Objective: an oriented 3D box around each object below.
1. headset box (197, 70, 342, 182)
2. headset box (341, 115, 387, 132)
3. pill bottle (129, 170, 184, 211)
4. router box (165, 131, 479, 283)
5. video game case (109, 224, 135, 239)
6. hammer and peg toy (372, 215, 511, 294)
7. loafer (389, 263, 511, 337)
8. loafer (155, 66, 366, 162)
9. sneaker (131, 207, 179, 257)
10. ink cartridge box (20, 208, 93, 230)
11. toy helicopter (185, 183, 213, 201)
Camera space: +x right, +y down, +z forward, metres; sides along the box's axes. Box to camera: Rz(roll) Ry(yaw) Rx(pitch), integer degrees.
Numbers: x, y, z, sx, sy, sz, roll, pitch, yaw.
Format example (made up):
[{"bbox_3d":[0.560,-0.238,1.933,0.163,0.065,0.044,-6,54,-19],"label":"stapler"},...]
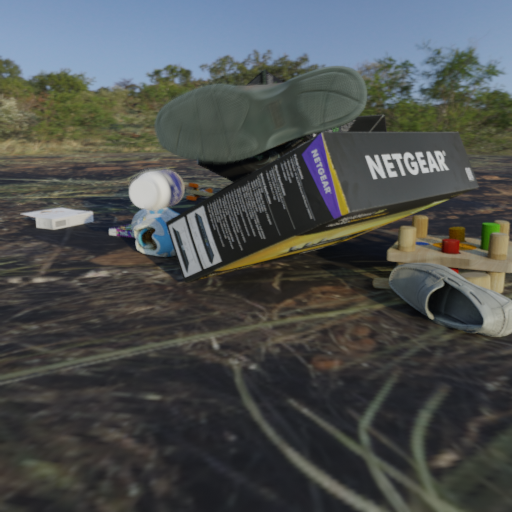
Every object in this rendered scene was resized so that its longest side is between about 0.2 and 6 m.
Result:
[{"bbox_3d":[0.301,-1.940,9.763,2.031,0.942,1.769,23,-36,-37],"label":"headset box"},{"bbox_3d":[1.207,-1.850,13.081,2.921,1.474,3.931,-4,-6,-1],"label":"headset box"},{"bbox_3d":[-1.493,-0.973,8.343,0.566,0.566,0.945,3,13,13],"label":"pill bottle"},{"bbox_3d":[1.164,-0.827,8.973,3.234,1.074,4.113,-23,-7,43],"label":"router box"},{"bbox_3d":[-2.659,-0.581,12.758,0.924,0.182,1.019,7,15,28],"label":"video game case"},{"bbox_3d":[2.980,-0.027,8.718,1.916,0.918,2.605,6,14,24],"label":"hammer and peg toy"},{"bbox_3d":[2.357,0.504,7.140,0.669,0.671,1.918,1,12,-31],"label":"loafer"},{"bbox_3d":[0.081,-1.898,7.791,2.896,1.041,0.911,-7,6,13],"label":"loafer"},{"bbox_3d":[-2.040,-0.498,11.049,0.894,0.847,2.213,-16,17,-32],"label":"sneaker"},{"bbox_3d":[-4.971,-0.943,14.024,1.161,0.295,1.318,8,15,28],"label":"ink cartridge box"},{"bbox_3d":[-1.636,-2.018,18.473,1.389,0.548,0.919,10,3,-5],"label":"toy helicopter"}]
